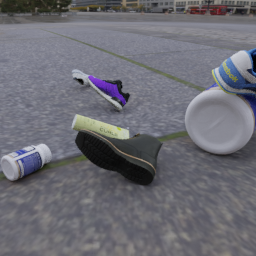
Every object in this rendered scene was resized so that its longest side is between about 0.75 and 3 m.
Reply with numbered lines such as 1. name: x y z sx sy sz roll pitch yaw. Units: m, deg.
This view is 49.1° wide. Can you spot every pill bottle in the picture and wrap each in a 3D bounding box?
1. pill bottle: 2.895 -0.567 7.876 1.679 1.679 2.901 15 29 29
2. pill bottle: -2.281 0.740 6.358 0.578 0.578 0.999 18 27 33

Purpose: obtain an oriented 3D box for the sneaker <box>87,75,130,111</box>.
1. sneaker: -0.640 -1.444 10.034 1.738 0.865 0.604 40 -4 11

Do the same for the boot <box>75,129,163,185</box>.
1. boot: -0.141 0.377 6.397 1.868 0.724 1.292 32 38 -2

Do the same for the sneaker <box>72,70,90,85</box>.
1. sneaker: -1.963 -2.102 12.348 0.500 0.484 1.368 -10 -17 34

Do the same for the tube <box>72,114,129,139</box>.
1. tube: -0.679 0.048 7.496 1.601 0.465 0.416 18 -10 -19

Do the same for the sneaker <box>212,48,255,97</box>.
1. sneaker: 2.975 -1.241 6.279 2.267 0.932 0.838 -6 60 -33
